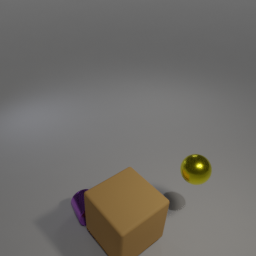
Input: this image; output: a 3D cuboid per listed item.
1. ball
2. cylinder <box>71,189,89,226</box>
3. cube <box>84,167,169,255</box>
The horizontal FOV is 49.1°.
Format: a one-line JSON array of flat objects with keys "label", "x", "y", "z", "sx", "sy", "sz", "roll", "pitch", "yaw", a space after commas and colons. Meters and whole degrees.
[{"label": "ball", "x": 1.538, "y": 0.937, "z": 6.346, "sx": 0.700, "sy": 0.700, "sz": 0.700, "roll": 0, "pitch": 31, "yaw": 0}, {"label": "cylinder", "x": -1.097, "y": 2.127, "z": 7.533, "sx": 0.700, "sy": 0.700, "sz": 0.700, "roll": -15, "pitch": 34, "yaw": -24}, {"label": "cube", "x": -0.065, "y": 2.070, "z": 6.644, "sx": 1.400, "sy": 1.400, "sz": 1.400, "roll": -25, "pitch": 46, "yaw": -32}]
